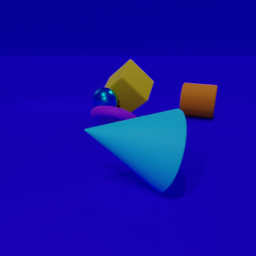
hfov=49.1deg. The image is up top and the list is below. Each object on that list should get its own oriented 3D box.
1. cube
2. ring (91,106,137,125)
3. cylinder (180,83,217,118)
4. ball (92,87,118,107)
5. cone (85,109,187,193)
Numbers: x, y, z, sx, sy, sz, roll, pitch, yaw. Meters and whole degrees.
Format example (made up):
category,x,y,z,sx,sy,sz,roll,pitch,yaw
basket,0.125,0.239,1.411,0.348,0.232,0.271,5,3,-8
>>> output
category,x,y,z,sx,sy,sz,roll,pitch,yaw
cube,-0.009,-1.216,8.612,1.055,1.055,1.055,-34,24,39
ring,-0.364,-0.252,7.701,1.359,0.272,1.359,12,-16,3
cylinder,2.413,-0.942,9.581,1.117,1.117,1.117,8,17,17
ball,-0.645,-0.784,7.890,0.720,0.720,0.720,0,16,0
cone,-0.009,0.200,4.523,1.413,1.408,1.408,14,14,-10
